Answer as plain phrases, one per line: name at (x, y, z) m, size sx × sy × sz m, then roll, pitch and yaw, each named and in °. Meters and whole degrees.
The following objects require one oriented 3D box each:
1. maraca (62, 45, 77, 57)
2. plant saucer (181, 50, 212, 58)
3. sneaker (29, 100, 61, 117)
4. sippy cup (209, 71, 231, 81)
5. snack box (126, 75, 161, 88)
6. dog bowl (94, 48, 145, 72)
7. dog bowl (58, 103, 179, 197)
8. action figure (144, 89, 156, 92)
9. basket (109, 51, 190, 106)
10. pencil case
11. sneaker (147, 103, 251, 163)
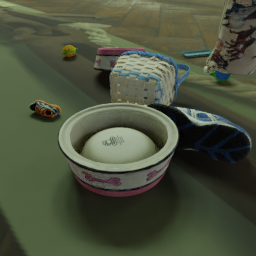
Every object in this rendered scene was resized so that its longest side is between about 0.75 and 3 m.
maraca at (-2.775, -3.678, 13.333) m, size 0.659 × 0.515 × 0.962 m, roll -4°, pitch 23°, yaw 13°
plant saucer at (3.375, -3.597, 13.531) m, size 1.537 × 0.146 × 0.537 m, roll -10°, pitch 35°, yaw -13°
sneaker at (-2.620, -0.572, 8.682) m, size 1.017 × 0.398 × 0.393 m, roll 9°, pitch 39°, yaw 11°
sippy cup at (3.690, -2.222, 11.034) m, size 0.854 × 0.670 × 0.626 m, roll 26°, pitch 24°, yaw -2°
snack box at (0.371, -1.837, 10.345) m, size 1.070 × 0.342 × 1.842 m, roll 26°, pitch 31°, yaw 38°
dog bowl at (-0.261, -2.760, 11.132) m, size 2.221 × 0.819 × 2.221 m, roll -1°, pitch 18°, yaw 0°
dog bowl at (-0.204, 0.461, 6.541) m, size 2.700 × 0.996 × 2.700 m, roll 0°, pitch 34°, yaw 0°
action figure at (0.790, -1.500, 9.783) m, size 1.599 × 0.791 × 0.522 m, roll 0°, pitch 34°, yaw -5°
basket at (0.592, -1.614, 8.976) m, size 2.229 × 1.758 × 2.528 m, roll 16°, pitch 45°, yaw 22°
pencil case at (2.650, -2.590, 6.439) m, size 1.302 × 2.911 × 1.132 m, roll 12°, pitch 24°, yaw 7°
sneaker at (1.698, 0.087, 7.279) m, size 2.941 × 1.113 × 1.133 m, roll 23°, pitch 20°, yaw 29°
